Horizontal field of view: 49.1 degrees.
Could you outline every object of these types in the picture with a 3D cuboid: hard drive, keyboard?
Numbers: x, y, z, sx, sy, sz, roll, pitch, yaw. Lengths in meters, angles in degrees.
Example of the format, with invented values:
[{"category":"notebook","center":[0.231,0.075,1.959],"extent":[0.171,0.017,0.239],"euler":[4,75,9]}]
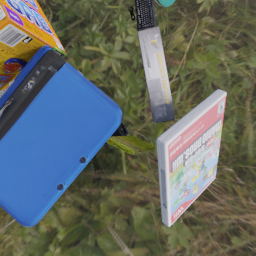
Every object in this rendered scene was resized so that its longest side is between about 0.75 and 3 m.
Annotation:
[{"category":"hard drive","center":[-0.682,-0.127,7.068],"extent":[0.909,1.348,0.285],"euler":[-18,38,26]},{"category":"keyboard","center":[0.374,-3.306,7.901],"extent":[0.743,0.159,1.237],"euler":[-8,74,13]}]

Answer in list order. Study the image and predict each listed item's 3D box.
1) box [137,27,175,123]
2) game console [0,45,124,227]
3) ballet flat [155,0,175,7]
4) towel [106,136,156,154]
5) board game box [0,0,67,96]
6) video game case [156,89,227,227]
[{"category":"box","center":[0.622,-1.110,6.281],"extent":[0.458,1.499,1.893],"euler":[-11,94,5]},{"category":"game console","center":[-1.867,-0.015,5.801],"extent":[1.711,2.469,2.892],"euler":[39,93,-28]},{"category":"ballet flat","center":[0.722,-4.354,7.255],"extent":[0.927,2.670,0.927],"euler":[-7,71,19]},{"category":"towel","center":[0.109,0.356,5.950],"extent":[0.628,1.458,0.132],"euler":[28,100,20]},{"category":"board game box","center":[-3.444,-2.356,6.652],"extent":[2.385,2.387,2.386],"euler":[-32,81,11]},{"category":"video game case","center":[1.304,0.696,5.694],"extent":[1.816,2.540,0.222],"euler":[-36,48,-28]}]
